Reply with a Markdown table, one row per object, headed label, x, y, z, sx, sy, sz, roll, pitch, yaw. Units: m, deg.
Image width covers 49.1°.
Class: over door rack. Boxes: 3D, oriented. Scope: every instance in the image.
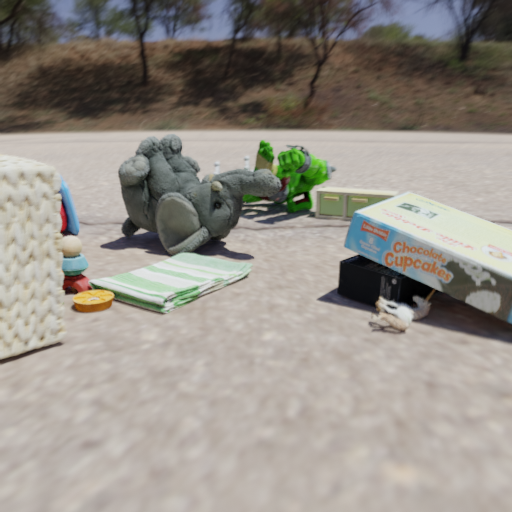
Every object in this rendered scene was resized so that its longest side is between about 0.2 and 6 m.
| label | x | y | z | sx | sy | sz | roll | pitch | yaw |
| --- | --- | --- | --- | --- | --- | --- | --- | --- | --- |
| over door rack | -1.020 | -2.270 | 16.072 | 1.881 | 0.848 | 2.546 | -10 | 7 | 5 |

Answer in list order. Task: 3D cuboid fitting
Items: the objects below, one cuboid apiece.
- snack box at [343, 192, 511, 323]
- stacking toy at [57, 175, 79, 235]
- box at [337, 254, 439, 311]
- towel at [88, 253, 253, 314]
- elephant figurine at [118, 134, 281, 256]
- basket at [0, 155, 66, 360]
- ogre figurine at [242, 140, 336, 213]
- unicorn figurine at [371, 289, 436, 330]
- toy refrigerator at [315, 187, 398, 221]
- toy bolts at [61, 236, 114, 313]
| label | x | y | z | sx | sy | sz | roll | pitch | yaw |
| --- | --- | --- | --- | --- | --- | --- | --- | --- | --- |
| snack box | 3.224 | 0.076 | 7.914 | 3.458 | 0.642 | 2.009 | 27 | 28 | 29 |
| stacking toy | -5.156 | -0.812 | 11.935 | 2.405 | 1.320 | 1.396 | -27 | 34 | -30 |
| box | 2.122 | 0.299 | 8.658 | 1.060 | 0.592 | 1.502 | 21 | 25 | 40 |
| towel | -1.336 | 0.345 | 9.118 | 1.714 | 0.263 | 2.247 | 10 | 19 | 33 |
| elephant figurine | -1.204 | -0.948 | 11.010 | 2.954 | 2.292 | 2.090 | 35 | 67 | 21 |
| basket | -3.753 | -0.047 | 6.752 | 2.424 | 2.403 | 1.950 | 14 | 17 | 42 |
| ogre figurine | 0.561 | -1.934 | 14.599 | 2.015 | 3.362 | 1.649 | 1 | 57 | -36 |
| unicorn figurine | 1.977 | 0.759 | 7.615 | 0.694 | 0.373 | 1.010 | 16 | 35 | 17 |
| toy refrigerator | 2.467 | -1.249 | 13.821 | 1.924 | 0.730 | 0.673 | 7 | 18 | 21 |
| toy bolts | -2.713 | 0.237 | 8.302 | 1.252 | 0.909 | 1.311 | -1 | 16 | -2 |
